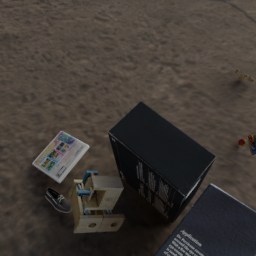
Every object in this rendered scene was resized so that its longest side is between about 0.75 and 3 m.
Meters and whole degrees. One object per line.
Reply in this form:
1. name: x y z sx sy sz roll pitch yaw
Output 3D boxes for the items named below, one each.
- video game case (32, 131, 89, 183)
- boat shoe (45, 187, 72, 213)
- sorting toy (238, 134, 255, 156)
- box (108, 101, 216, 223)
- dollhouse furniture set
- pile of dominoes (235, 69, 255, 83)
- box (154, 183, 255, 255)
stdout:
1. video game case: -1.929 0.787 8.025 1.185 0.154 1.302 24 65 32
2. boat shoe: -1.850 1.895 7.401 0.915 0.287 0.332 30 42 22
3. sorting toy: 3.750 0.396 7.964 0.217 1.284 0.619 24 53 -33
4. box: 0.696 0.939 6.512 1.943 2.753 1.085 36 70 20
5. dollhouse furniture set: -0.592 1.505 6.601 1.137 1.623 1.144 7 36 -25
6. pile of dominoes: 3.986 -1.743 9.636 0.737 0.946 0.151 35 104 11
7. box: 1.464 2.758 5.583 1.347 2.256 2.294 33 61 29
